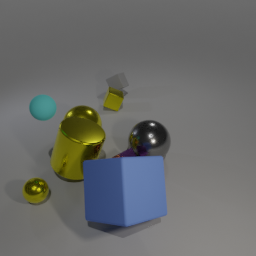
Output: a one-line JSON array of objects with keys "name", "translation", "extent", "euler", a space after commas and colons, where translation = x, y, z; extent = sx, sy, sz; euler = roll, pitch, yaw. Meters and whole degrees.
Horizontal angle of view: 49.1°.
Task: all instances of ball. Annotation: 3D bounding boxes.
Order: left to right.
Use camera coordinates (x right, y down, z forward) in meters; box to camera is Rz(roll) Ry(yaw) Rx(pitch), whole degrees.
[{"name": "ball", "translation": [-2.534, 1.708, 7.690], "extent": [0.700, 0.700, 0.700], "euler": [0, 32, 0]}, {"name": "ball", "translation": [-2.262, -0.540, 7.454], "extent": [0.700, 0.700, 0.700], "euler": [0, 32, 0]}, {"name": "ball", "translation": [-1.632, -0.115, 10.019], "extent": [1.400, 1.400, 1.400], "euler": [0, 32, 0]}, {"name": "ball", "translation": [0.696, 0.430, 9.178], "extent": [1.400, 1.400, 1.400], "euler": [0, 32, 0]}]

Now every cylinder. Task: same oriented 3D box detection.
[{"name": "cylinder", "translation": [-1.530, 0.603, 8.527], "extent": [1.400, 1.400, 1.400], "euler": [17, 29, -10]}]

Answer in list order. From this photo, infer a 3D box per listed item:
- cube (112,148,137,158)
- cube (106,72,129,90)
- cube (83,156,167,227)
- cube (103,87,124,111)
[{"name": "cube", "translation": [0.011, 1.146, 8.398], "extent": [0.700, 0.700, 0.700], "euler": [-27, 24, -2]}, {"name": "cube", "translation": [-0.492, -2.157, 13.250], "extent": [0.700, 0.700, 0.700], "euler": [-21, 8, 27]}, {"name": "cube", "translation": [-0.077, 1.417, 6.627], "extent": [1.400, 1.400, 1.400], "euler": [-11, -10, 44]}, {"name": "cube", "translation": [-0.646, -1.286, 12.363], "extent": [0.700, 0.700, 0.700], "euler": [19, 29, -16]}]
